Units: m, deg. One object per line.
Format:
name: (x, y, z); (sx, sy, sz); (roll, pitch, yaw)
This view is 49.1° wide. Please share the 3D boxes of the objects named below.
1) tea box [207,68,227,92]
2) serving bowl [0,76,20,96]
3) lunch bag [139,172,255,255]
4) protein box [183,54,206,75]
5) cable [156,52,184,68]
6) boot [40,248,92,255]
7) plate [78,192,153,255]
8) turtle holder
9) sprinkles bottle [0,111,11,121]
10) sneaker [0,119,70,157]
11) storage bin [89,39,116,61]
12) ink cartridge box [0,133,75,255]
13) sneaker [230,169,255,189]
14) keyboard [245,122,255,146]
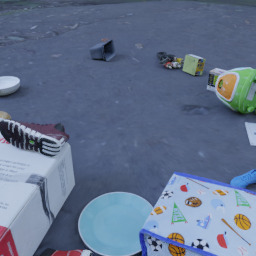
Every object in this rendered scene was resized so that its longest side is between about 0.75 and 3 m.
tea box: (3.613, -1.827, 10.946); (0.537, 0.790, 0.803); (-27, 42, -37)
serving bowl: (-4.860, -1.582, 10.897); (1.299, 0.427, 1.299); (1, 32, 0)
lunch bag: (1.479, 1.831, 4.664); (2.065, 1.279, 1.756); (7, 31, 26)
protein box: (2.955, -2.834, 12.545); (0.508, 0.747, 0.753); (-12, 33, -35)
cable: (1.830, -3.323, 13.862); (1.160, 0.601, 2.389); (-19, 23, -12)
boot: (-1.178, 2.482, 4.370); (0.975, 0.490, 1.352); (3, 24, 5)
plate: (-0.186, 1.894, 5.552); (1.573, 0.201, 1.573); (0, 31, 0)
turtle holder: (3.914, -1.389, 9.532); (1.439, 1.539, 2.026); (23, 43, 37)
sprinkles bottle: (-3.759, 0.138, 8.016); (0.567, 0.567, 1.660); (-6, 32, -9)
sneaker: (-1.888, 0.093, 5.874); (1.438, 0.544, 0.831); (21, 30, 12)
storage bin: (-1.355, -4.055, 14.482); (0.913, 0.989, 1.360); (1, 31, 21)
ink cartridge box: (-2.591, 1.410, 5.314); (2.150, 1.248, 2.980); (8, 33, 12)
sneaker: (2.826, 1.147, 6.536); (1.011, 0.396, 0.333); (-13, 46, -17)
keyboard: (3.796, 0.173, 8.452); (0.354, 0.067, 1.257); (11, 34, 7)
